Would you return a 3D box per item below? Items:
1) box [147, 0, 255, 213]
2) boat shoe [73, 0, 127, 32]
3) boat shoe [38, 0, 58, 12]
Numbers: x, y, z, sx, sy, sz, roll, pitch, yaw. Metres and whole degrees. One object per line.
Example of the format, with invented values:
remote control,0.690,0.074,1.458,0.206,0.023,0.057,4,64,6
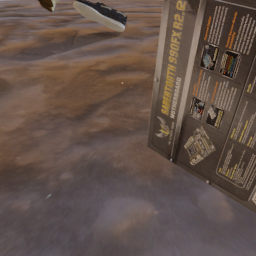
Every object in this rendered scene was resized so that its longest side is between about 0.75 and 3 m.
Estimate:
box,1.385,-0.388,3.793,2.197,2.774,0.670,31,46,32
boat shoe,-0.857,-3.760,9.068,1.804,0.544,0.667,19,-7,-18
boat shoe,-1.702,-2.807,5.986,0.409,0.367,1.104,25,4,-19
